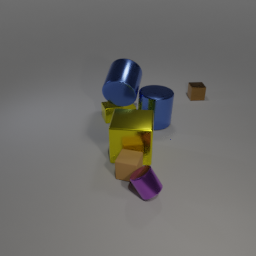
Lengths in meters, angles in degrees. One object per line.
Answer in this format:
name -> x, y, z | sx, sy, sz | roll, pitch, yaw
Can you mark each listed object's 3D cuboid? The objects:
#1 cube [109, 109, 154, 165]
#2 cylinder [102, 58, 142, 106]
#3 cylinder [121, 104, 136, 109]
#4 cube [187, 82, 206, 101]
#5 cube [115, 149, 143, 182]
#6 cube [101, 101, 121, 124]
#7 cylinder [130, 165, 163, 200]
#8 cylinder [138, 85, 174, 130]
cube -> 0.147, 0.278, 9.570 | 1.400, 1.400, 1.400 | 3, 31, 5
cylinder -> -0.214, -1.837, 11.337 | 1.400, 1.400, 1.400 | 6, 52, 10
cylinder -> -0.069, -0.877, 12.191 | 0.700, 0.700, 0.700 | -10, 32, -16
cube -> 3.360, -1.803, 13.753 | 0.700, 0.700, 0.700 | -2, 31, -4
cube -> 0.041, 1.170, 8.725 | 0.700, 0.700, 0.700 | 8, 32, 16
cube -> -0.707, -0.695, 11.890 | 0.700, 0.700, 0.700 | -10, 32, -16
cylinder -> 0.515, 1.533, 7.920 | 0.700, 0.700, 0.700 | -31, 13, 8
cylinder -> 1.110, -0.856, 11.433 | 1.400, 1.400, 1.400 | 2, 31, -1
